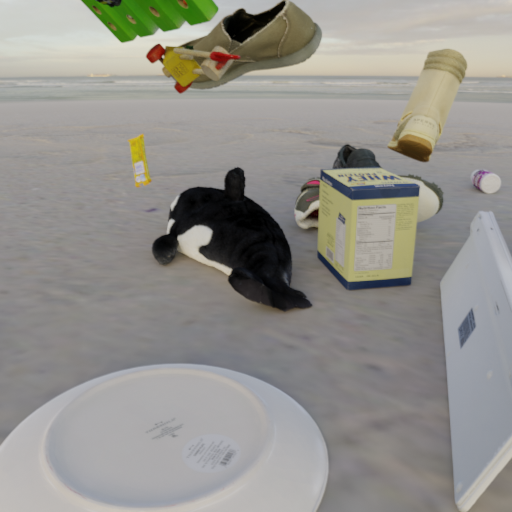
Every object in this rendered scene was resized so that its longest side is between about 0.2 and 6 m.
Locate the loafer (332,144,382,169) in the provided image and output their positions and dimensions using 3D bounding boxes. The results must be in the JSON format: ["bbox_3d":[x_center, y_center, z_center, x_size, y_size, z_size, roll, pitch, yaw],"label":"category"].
[{"bbox_3d":[2.662,-2.194,14.385,1.070,1.106,3.151,-1,20,-9],"label":"loafer"}]

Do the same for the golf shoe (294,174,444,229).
[{"bbox_3d":[2.197,-0.871,11.126,2.918,1.126,1.285,0,33,18],"label":"golf shoe"}]

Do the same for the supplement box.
[{"bbox_3d":[1.713,-0.491,8.911,1.055,1.570,1.572,-4,20,-11],"label":"supplement box"}]

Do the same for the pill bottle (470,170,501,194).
[{"bbox_3d":[5.972,-1.976,14.671,0.522,0.522,0.931,0,19,-1],"label":"pill bottle"}]

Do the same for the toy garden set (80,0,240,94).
[{"bbox_3d":[-0.979,-2.658,6.196,0.456,1.904,2.284,-55,36,-11],"label":"toy garden set"}]

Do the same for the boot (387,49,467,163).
[{"bbox_3d":[3.026,-2.627,9.973,0.805,1.720,2.213,21,7,9],"label":"boot"}]

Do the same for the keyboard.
[{"bbox_3d":[2.438,0.659,6.136,0.253,1.334,4.741,22,24,9],"label":"keyboard"}]

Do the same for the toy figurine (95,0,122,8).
[{"bbox_3d":[-1.284,-2.458,4.598,0.440,0.633,0.623,6,49,-57],"label":"toy figurine"}]

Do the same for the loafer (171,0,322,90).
[{"bbox_3d":[-0.427,-4.317,11.129,3.446,1.200,1.296,-5,57,30],"label":"loafer"}]

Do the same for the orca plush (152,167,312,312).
[{"bbox_3d":[-0.576,-0.627,9.254,2.361,1.595,4.487,-3,20,-8],"label":"orca plush"}]

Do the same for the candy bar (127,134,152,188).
[{"bbox_3d":[-1.884,-1.555,9.028,0.296,0.132,1.189,-19,54,3],"label":"candy bar"}]

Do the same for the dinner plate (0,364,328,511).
[{"bbox_3d":[-0.830,1.617,4.899,2.917,0.354,2.917,1,21,0],"label":"dinner plate"}]
